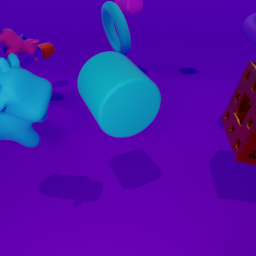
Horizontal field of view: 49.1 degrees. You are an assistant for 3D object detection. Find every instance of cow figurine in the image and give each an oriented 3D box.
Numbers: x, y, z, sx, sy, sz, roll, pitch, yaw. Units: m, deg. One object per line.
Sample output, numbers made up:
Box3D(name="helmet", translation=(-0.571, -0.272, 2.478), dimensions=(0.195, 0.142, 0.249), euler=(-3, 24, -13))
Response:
Box3D(name="cow figurine", translation=(-3.247, -2.566, 8.344), dimensions=(1.006, 1.022, 0.561), euler=(-38, 36, -7))
Box3D(name="cow figurine", translation=(-1.701, -0.297, 3.806), dimensions=(1.546, 1.522, 0.849), euler=(2, 64, 14))

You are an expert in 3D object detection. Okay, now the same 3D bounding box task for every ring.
Box3D(name="ring", translation=(3.291, -2.017, 5.896), dimensions=(1.703, 0.341, 1.703), euler=(1, 44, -1))
Box3D(name="ring", translation=(-0.363, -2.938, 8.363), dimensions=(0.319, 1.597, 1.597), euler=(-24, 36, -11))

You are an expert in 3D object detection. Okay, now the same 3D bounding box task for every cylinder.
Box3D(name="cylinder", translation=(-0.169, -0.563, 4.602), dimensions=(1.057, 1.057, 1.057), euler=(-14, 41, -22))

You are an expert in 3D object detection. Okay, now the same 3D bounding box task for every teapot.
Box3D(name="teapot", translation=(-3.101, -2.811, 10.383), dimensions=(0.722, 0.568, 1.161), euler=(1, 29, 29))
Box3D(name="teapot", translation=(0.029, -4.686, 10.220), dimensions=(1.068, 0.841, 1.718), euler=(2, 53, 1))

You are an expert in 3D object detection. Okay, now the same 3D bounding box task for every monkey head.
Box3D(name="monkey head", translation=(-3.408, -2.393, 8.995), dimensions=(1.162, 1.615, 0.973), euler=(21, 43, 35))

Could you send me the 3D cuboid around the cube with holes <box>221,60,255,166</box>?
Box3D(name="cube with holes", translation=(2.570, -0.188, 4.776), dimensions=(1.288, 1.288, 1.288), euler=(12, 35, -3))
